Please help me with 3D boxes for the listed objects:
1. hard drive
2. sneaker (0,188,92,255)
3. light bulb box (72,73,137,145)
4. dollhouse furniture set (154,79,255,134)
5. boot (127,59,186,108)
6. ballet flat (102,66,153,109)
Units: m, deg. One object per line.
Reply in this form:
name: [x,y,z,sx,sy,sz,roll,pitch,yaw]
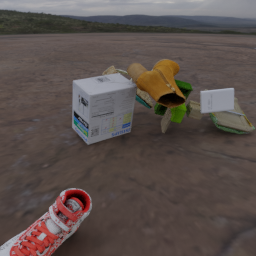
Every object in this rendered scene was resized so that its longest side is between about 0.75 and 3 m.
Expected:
hard drive: [2.491,-0.761,7.830,0.933,0.616,0.125,-6,16,-4]
sneaker: [-1.167,1.444,3.858,0.586,0.941,1.756,40,25,12]
light bulb box: [-0.691,-0.571,7.973,1.546,1.559,0.973,-16,40,-33]
dollhouse furniture set: [2.309,-0.315,8.851,2.563,1.286,1.679,13,41,-14]
boot: [1.108,-1.201,7.815,2.175,0.765,1.557,-11,51,-42]
ballet flat: [0.103,-1.468,9.670,2.091,0.683,0.737,33,-5,-3]
